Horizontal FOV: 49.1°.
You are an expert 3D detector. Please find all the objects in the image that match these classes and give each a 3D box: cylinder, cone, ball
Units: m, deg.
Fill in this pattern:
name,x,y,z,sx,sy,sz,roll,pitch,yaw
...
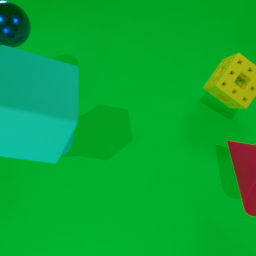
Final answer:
name,x,y,z,sx,sy,sz,roll,pitch,yaw
cylinder,-2.032,-0.048,6.171,1.323,1.323,1.323,-1,55,-31
cone,2.494,0.685,5.683,1.516,1.516,1.522,-20,38,-11
ball,-3.009,-2.572,6.999,1.102,1.102,1.102,0,59,0

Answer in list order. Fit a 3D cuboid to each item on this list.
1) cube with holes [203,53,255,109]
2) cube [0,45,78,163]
name,x,y,z,sx,sy,sz,roll,pitch,yaw
cube with holes,2.716,-1.165,7.167,0.952,0.952,0.952,35,92,-6
cube,-1.619,-0.331,4.646,1.271,1.271,1.271,12,50,-24
